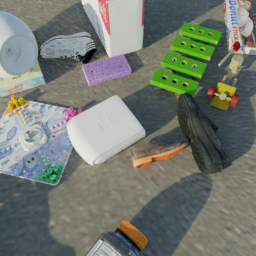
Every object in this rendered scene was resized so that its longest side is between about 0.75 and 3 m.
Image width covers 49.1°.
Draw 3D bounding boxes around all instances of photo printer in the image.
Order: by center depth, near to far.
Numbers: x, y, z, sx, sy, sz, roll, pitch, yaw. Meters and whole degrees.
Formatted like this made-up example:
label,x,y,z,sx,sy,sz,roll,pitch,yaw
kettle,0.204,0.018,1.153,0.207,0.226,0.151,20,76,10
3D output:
label,x,y,z,sx,sy,sz,roll,pitch,yaw
photo printer,-0.634,0.065,7.320,1.731,0.601,1.440,-29,67,-17

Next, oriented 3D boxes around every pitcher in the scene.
label,x,y,z,sx,sy,sz,roll,pitch,yaw
pitcher,-3.974,-2.195,7.959,2.795,1.694,2.398,31,105,29

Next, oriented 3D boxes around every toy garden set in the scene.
label,x,y,z,sx,sy,sz,roll,pitch,yaw
toy garden set,2.367,-1.882,8.635,2.437,0.583,2.924,22,60,15

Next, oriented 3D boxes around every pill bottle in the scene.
label,x,y,z,sx,sy,sz,roll,pitch,yaw
pill bottle,-0.418,2.750,5.423,1.004,1.004,1.890,34,64,19

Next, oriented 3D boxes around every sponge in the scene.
label,x,y,z,sx,sy,sz,roll,pitch,yaw
sponge,-0.669,-1.836,8.785,1.407,0.210,0.785,-18,59,-11

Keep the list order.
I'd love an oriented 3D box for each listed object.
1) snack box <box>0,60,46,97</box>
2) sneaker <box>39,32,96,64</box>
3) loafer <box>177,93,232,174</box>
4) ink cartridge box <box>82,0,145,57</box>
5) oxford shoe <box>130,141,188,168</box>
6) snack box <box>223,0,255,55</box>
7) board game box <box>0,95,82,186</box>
label,x,y,z,sx,sy,sz,roll,pitch,yaw
snack box,-3.576,-2.128,8.829,1.351,0.431,2.325,-20,60,-12
sneaker,-1.853,-2.438,8.884,1.789,0.675,1.029,-21,58,-15
loafer,1.917,0.078,7.284,0.812,0.785,2.312,-11,63,-13
ink cartridge box,-0.609,-4.086,9.037,1.257,2.167,2.936,-19,61,-10
oxford shoe,0.779,0.525,7.063,1.479,0.527,0.539,-17,69,-10
snack box,3.933,-3.619,9.836,0.939,0.318,2.612,6,58,4
board game box,-2.549,0.207,7.449,2.249,0.291,2.249,12,58,7
